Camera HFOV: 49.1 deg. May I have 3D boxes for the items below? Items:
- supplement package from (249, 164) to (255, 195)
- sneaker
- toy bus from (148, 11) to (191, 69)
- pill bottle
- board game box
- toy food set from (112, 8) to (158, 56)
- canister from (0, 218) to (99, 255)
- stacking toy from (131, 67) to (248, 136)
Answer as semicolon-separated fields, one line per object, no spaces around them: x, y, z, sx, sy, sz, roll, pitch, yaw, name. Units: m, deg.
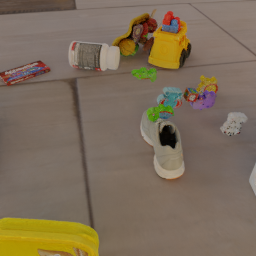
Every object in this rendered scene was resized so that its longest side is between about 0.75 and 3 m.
4.231;1.092;5.510;2.812;1.650;1.644;-1;40;-1;supplement package
0.909;0.087;7.141;0.897;1.090;2.371;-8;40;-10;sneaker
1.691;-3.508;10.753;1.363;1.928;2.009;16;41;20;toy bus
-1.243;-2.681;10.483;1.739;0.991;0.991;8;41;8;pill bottle
-3.833;-2.074;10.408;1.658;0.161;0.853;-28;47;-29;board game box
0.532;-3.661;11.331;0.939;1.691;2.874;43;49;4;toy food set
-1.513;2.733;4.054;1.869;1.089;2.517;3;42;3;canister
1.682;-0.815;8.137;2.974;0.699;2.242;4;38;-16;stacking toy
